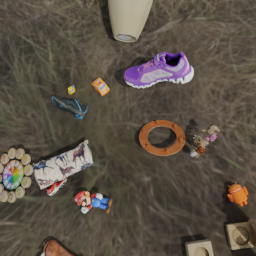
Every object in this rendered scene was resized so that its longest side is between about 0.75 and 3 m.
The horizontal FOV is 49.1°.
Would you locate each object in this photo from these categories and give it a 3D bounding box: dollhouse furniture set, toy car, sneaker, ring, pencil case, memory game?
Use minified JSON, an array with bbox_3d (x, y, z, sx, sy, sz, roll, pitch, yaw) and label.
[{"bbox_3d":[3.367,4.377,8.866,2.526,2.058,2.402,-7,76,-2],"label":"dollhouse furniture set"},{"bbox_3d":[-1.575,-1.529,11.167,1.594,0.531,0.782,-23,77,-6],"label":"toy car"},{"bbox_3d":[1.044,-2.192,10.130,2.550,1.127,1.026,-5,59,14],"label":"sneaker"},{"bbox_3d":[-2.646,2.122,10.350,0.855,0.329,0.363,-42,75,-10],"label":"sneaker"},{"bbox_3d":[1.281,0.310,10.504,1.719,0.165,1.719,-2,50,2],"label":"ring"},{"bbox_3d":[-2.295,-0.920,11.073,1.481,0.542,0.607,30,64,0],"label":"sneaker"},{"bbox_3d":[-2.344,1.302,10.259,2.264,0.881,1.013,-25,80,-6],"label":"pencil case"},{"bbox_3d":[-4.181,1.676,10.102,1.993,0.127,1.993,-8,73,27],"label":"memory game"}]

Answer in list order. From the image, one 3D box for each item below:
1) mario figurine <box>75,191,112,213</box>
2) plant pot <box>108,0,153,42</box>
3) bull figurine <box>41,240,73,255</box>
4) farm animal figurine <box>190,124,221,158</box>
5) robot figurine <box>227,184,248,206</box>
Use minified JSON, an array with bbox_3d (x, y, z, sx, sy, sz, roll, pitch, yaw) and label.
[{"bbox_3d":[-1.279,2.704,10.008,1.322,0.701,0.816,14,76,2],"label":"mario figurine"},{"bbox_3d":[0.007,-4.684,11.433,1.961,1.961,2.094,7,90,2],"label":"plant pot"},{"bbox_3d":[-2.177,4.667,9.479,1.888,0.615,1.146,33,53,13],"label":"bull figurine"},{"bbox_3d":[2.679,0.419,10.057,0.624,1.184,1.197,40,75,13],"label":"farm animal figurine"},{"bbox_3d":[4.003,2.406,10.191,0.484,0.597,0.830,-12,71,-48],"label":"robot figurine"}]
